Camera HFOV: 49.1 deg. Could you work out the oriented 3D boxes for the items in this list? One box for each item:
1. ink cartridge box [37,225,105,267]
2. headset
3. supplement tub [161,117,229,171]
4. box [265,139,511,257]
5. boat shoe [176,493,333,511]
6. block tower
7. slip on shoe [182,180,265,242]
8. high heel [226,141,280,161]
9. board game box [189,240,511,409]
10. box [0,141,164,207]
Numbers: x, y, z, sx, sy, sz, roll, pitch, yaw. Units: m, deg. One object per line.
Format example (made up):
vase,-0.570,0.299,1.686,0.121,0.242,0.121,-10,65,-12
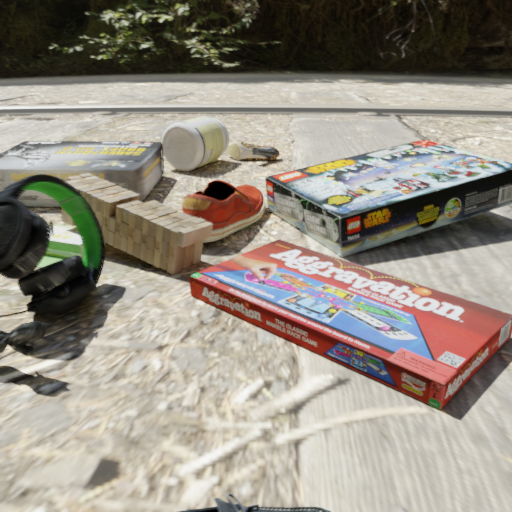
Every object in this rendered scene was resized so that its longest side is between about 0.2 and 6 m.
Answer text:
ink cartridge box,-3.676,-0.124,10.242,1.140,0.376,1.567,8,22,17
headset,-2.958,0.076,7.863,1.449,1.904,3.084,-16,38,25
supplement tub,-1.756,-3.376,16.657,1.390,1.390,1.917,11,25,24
box,2.865,-1.448,12.133,4.494,0.896,3.076,-17,27,-21
boat shoe,-0.164,2.224,4.338,1.830,0.570,0.683,-4,21,-12
block tower,-2.304,-0.629,10.267,3.058,0.884,0.826,22,27,26
slip on shoe,-0.623,-1.133,11.780,1.190,0.983,3.213,6,19,21
high heel,-0.109,-3.275,17.727,1.658,0.592,1.182,15,13,43
board game box,1.229,0.704,8.192,4.213,0.410,2.169,19,28,38
box,-4.606,-2.152,14.253,3.970,0.960,3.145,1,23,3
